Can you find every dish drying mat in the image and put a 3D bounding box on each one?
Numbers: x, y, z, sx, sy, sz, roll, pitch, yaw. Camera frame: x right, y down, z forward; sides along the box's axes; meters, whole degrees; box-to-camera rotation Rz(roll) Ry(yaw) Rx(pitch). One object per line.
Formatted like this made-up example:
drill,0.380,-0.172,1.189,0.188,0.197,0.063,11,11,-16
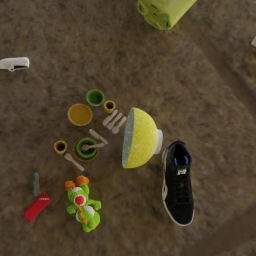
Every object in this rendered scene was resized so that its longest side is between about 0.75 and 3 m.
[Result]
dish drying mat,-3.230,2.803,9.952,0.393,0.093,1.022,42,76,12

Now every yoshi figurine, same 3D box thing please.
yoshi figurine,-1.513,2.700,9.710,1.054,1.058,1.882,5,47,-40

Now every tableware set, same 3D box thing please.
tableware set,-1.502,-0.068,10.356,1.985,0.452,2.947,38,65,4

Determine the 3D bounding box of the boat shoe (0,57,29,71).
boat shoe,-4.768,-2.587,11.625,1.309,0.471,0.448,-8,70,-13

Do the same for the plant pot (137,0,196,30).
plant pot,1.746,-5.612,11.696,2.694,2.694,2.477,33,86,10

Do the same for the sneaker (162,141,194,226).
sneaker,1.703,1.834,9.485,1.037,1.588,2.839,-7,71,-2

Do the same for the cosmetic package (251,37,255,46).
cosmetic package,5.842,-3.560,11.887,1.018,0.518,0.377,40,76,14

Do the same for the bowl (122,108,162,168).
bowl,0.534,0.415,9.729,1.145,2.128,2.128,9,71,-7

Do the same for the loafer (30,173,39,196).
loafer,-3.396,2.058,10.139,0.268,0.306,0.853,-15,64,16
